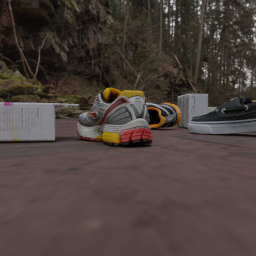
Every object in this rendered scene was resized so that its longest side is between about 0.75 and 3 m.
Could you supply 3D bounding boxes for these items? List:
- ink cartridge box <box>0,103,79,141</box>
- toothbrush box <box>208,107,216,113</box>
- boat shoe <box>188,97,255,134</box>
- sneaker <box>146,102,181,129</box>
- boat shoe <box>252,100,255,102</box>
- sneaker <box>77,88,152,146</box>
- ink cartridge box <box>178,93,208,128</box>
[{"bbox_3d":[-1.602,-0.093,4.280,1.647,0.559,0.948,-1,2,-14],"label":"ink cartridge box"},{"bbox_3d":[3.974,-0.628,14.409,1.392,0.823,1.912,0,3,33],"label":"toothbrush box"},{"bbox_3d":[2.261,-0.267,5.407,0.871,0.719,2.539,-2,-1,-41],"label":"boat shoe"},{"bbox_3d":[0.292,-0.385,8.134,2.359,0.923,0.911,0,11,30],"label":"sneaker"},{"bbox_3d":[4.235,-0.479,9.500,2.672,0.914,0.998,-1,3,-32],"label":"boat shoe"},{"bbox_3d":[-0.225,-0.181,4.104,0.717,0.757,1.843,-1,2,-31],"label":"sneaker"},{"bbox_3d":[2.023,-0.523,8.907,0.605,1.067,1.456,0,3,-3],"label":"ink cartridge box"}]
